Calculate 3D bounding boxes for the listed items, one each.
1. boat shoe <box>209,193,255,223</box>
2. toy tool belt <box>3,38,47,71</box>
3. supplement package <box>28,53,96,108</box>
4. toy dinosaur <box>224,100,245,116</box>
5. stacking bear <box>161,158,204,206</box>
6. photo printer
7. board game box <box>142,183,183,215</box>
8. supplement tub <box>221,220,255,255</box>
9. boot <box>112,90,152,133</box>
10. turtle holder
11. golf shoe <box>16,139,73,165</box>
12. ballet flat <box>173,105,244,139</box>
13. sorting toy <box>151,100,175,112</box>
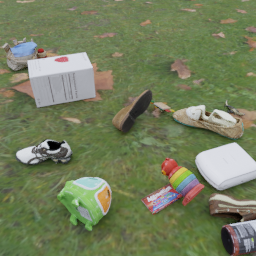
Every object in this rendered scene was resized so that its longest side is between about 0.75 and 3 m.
[{"bbox_3d":[3.401,2.544,8.282,1.989,0.735,0.736,7,53,18],"label":"boat shoe"},{"bbox_3d":[-5.682,-4.290,15.589,1.500,1.477,2.403,31,49,31],"label":"toy tool belt"},{"bbox_3d":[-3.078,-2.291,13.118,2.757,1.651,1.672,-12,42,-14],"label":"supplement package"},{"bbox_3d":[4.597,-0.854,12.490,0.571,0.307,1.295,-3,38,-26],"label":"toy dinosaur"},{"bbox_3d":[1.582,1.546,8.668,0.798,0.852,1.403,-35,66,-19],"label":"stacking bear"},{"bbox_3d":[3.355,1.315,9.672,1.807,0.628,1.504,-13,42,-16],"label":"photo printer"},{"bbox_3d":[1.108,2.244,8.988,1.215,0.118,0.625,-23,45,-25],"label":"board game box"},{"bbox_3d":[3.391,2.955,7.633,1.508,0.806,0.806,-6,41,-7],"label":"supplement tub"},{"bbox_3d":[0.171,-0.828,11.602,0.820,0.800,2.174,24,66,42],"label":"boot"},{"bbox_3d":[-1.269,2.135,8.361,1.254,1.766,1.342,-40,97,-37],"label":"turtle holder"},{"bbox_3d":[-3.065,0.766,10.083,2.045,0.966,0.795,-3,42,-2],"label":"golf shoe"},{"bbox_3d":[3.281,-0.441,11.483,2.926,0.955,1.032,17,45,19],"label":"ballet flat"},{"bbox_3d":[1.506,-0.886,12.273,1.177,0.199,0.567,35,28,32],"label":"sorting toy"}]
